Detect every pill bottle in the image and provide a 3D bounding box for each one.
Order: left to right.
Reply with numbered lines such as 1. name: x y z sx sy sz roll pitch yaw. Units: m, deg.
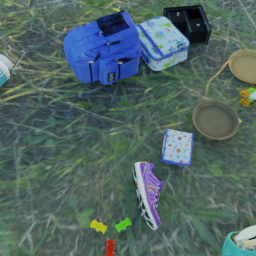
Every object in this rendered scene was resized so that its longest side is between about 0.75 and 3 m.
1. pill bottle: -5.586 -2.047 11.295 1.106 1.106 1.997 26 64 15

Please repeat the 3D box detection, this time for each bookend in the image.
1. bookend: 2.691 -4.773 13.080 1.841 0.848 1.829 -6 59 -3

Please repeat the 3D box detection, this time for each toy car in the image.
1. toy car: -0.418 3.209 8.675 1.166 0.276 1.239 -28 64 -16

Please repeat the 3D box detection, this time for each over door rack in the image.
1. over door rack: -5.022 -2.946 12.221 0.812 0.366 1.099 21 82 12

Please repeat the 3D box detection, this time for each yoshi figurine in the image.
1. yoshi figurine: 5.260 -1.333 11.141 1.434 0.806 0.803 -19 77 -14

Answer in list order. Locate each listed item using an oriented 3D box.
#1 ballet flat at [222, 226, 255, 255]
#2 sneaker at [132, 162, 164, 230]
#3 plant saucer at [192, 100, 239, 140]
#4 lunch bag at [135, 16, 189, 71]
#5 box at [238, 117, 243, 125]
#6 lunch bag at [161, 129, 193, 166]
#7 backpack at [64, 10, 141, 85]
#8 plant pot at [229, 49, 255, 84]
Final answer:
1. ballet flat: 4.165 3.202 8.001 2.972 1.046 1.001 -11 26 -4
2. sneaker: 0.757 2.077 9.021 0.938 0.906 2.247 -5 59 -9
3. plant saucer: 3.258 -0.276 10.498 1.738 0.256 1.738 0 58 0
4. lunch bag: 1.375 -3.769 12.419 1.963 1.007 2.442 -23 61 -10
5. box: 3.664 -0.227 10.742 1.161 0.219 0.793 -27 63 -15
6. lunch bag: 1.714 0.759 9.869 1.020 0.743 1.200 9 53 4
7. backpack: -1.015 -3.024 11.209 2.822 2.294 2.368 -19 65 -12
8. plant pot: 5.327 -2.632 12.149 1.977 0.272 1.977 0 58 0
